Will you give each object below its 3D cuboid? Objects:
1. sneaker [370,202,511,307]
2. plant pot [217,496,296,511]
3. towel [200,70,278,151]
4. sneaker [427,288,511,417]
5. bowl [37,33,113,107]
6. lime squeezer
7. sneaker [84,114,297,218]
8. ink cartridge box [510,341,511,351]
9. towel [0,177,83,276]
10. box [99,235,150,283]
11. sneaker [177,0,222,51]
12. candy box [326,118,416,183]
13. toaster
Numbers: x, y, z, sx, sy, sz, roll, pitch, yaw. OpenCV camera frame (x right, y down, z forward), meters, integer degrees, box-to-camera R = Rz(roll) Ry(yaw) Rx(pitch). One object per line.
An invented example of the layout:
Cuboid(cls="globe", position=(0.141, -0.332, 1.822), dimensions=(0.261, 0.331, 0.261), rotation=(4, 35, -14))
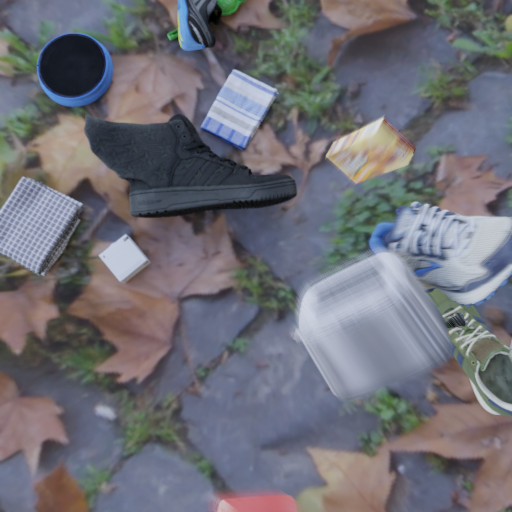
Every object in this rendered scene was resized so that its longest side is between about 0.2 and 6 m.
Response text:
Cuboid(cls="sneaker", position=(2.686, -0.129, 8.481), dimensions=(1.416, 3.325, 1.281), rotation=(36, 77, -9))
Cuboid(cls="plant pot", position=(-0.044, 3.576, 7.174), dimensions=(0.920, 1.040, 1.040), rotation=(11, 82, -9))
Cuboid(cls="towel", position=(-0.360, -3.103, 11.856), dimensions=(1.117, 0.181, 1.521), rotation=(29, 83, 5))
Cuboid(cls="sneaker", position=(4.179, 1.649, 10.571), dimensions=(1.042, 1.395, 3.108), rotation=(-31, 83, -4))
Cuboid(cls="bowl", position=(-3.870, -3.983, 11.911), dimensions=(1.593, 0.313, 1.593), rotation=(0, 82, 0))
Cuboid(cls="lime squeezer", position=(-0.567, -5.581, 11.814), dimensions=(3.082, 1.088, 0.581), rotation=(-42, 86, 26))
Cuboid(cls="sneaker", position=(-1.287, -1.915, 11.159), dimensions=(4.030, 1.210, 2.102), rotation=(-6, 87, 3))
Cuboid(cls="ink cartridge box", position=(5.650, 1.454, 11.042), dimensions=(0.905, 0.521, 1.240), rotation=(20, 83, 3))
Cuboid(cls="towel", position=(-4.440, -0.626, 11.238), dimensions=(1.379, 0.713, 1.666), rotation=(28, 83, 3))
Cuboid(cls="box", position=(-2.637, 0.067, 11.268), dimensions=(0.698, 0.459, 0.702), rotation=(-39, 84, -5))
Cuboid(cls="sneaker", position=(-1.196, -5.290, 11.842), dimensions=(0.918, 0.786, 2.216), rotation=(0, 73, -11))
Cuboid(cls="candy box", position=(1.676, -1.531, 8.324), dimensions=(0.696, 1.205, 0.333), rotation=(38, 69, -19))
Cuboid(cls="toaster", position=(1.717, 0.988, 8.197), dimensions=(2.319, 1.317, 1.498), rotation=(-28, 114, 24))
